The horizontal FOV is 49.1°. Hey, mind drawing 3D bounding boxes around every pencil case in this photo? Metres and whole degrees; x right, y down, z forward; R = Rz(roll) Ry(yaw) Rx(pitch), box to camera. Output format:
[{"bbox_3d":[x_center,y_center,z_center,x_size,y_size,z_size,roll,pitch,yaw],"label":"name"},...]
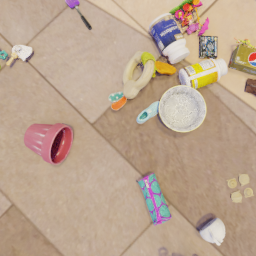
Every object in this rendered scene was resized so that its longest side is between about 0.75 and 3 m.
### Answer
[{"bbox_3d":[0.978,2.654,10.460,0.771,0.837,1.812,-26,70,12],"label":"pencil case"}]

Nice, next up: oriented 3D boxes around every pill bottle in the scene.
[{"bbox_3d":[1.673,-3.540,11.179,1.031,1.031,1.782,-28,85,-3],"label":"pill bottle"},{"bbox_3d":[2.969,-2.144,11.075,1.737,0.949,0.949,-20,85,-2],"label":"pill bottle"}]

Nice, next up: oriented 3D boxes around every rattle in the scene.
[{"bbox_3d":[0.535,-1.684,11.296,1.634,1.793,2.510,29,100,36],"label":"rattle"}]

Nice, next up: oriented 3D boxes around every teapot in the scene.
[{"bbox_3d":[3.198,3.866,10.288,1.028,1.015,0.751,-26,69,-30],"label":"teapot"}]

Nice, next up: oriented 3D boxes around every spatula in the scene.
[{"bbox_3d":[-2.006,-4.815,11.725,0.484,0.176,1.713,-34,88,-9],"label":"spatula"}]

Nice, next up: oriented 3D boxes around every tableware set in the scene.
[{"bbox_3d":[4.420,2.368,11.032,0.920,0.128,1.101,-15,84,-1],"label":"tableware set"}]

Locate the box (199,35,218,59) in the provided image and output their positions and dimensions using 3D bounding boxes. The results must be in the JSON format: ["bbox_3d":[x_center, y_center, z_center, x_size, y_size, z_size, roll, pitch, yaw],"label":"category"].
[{"bbox_3d":[3.313,-3.339,11.562,0.731,0.212,0.920,3,84,0],"label":"box"}]

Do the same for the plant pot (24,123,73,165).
[{"bbox_3d":[-3.069,0.475,10.627,1.378,1.540,1.540,15,84,17],"label":"plant pot"}]

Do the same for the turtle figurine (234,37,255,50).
[{"bbox_3d":[4.653,-3.361,11.234,1.072,0.864,0.345,21,86,2],"label":"turtle figurine"}]

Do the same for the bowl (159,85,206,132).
[{"bbox_3d":[2.057,-0.692,10.976,1.800,0.845,1.800,0,84,-1],"label":"bowl"}]

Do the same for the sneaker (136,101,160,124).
[{"bbox_3d":[0.875,-0.622,11.139,1.243,0.509,0.459,-43,87,-4],"label":"sneaker"}]

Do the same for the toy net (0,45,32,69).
[{"bbox_3d":[-4.936,-2.992,11.462,2.112,0.408,1.108,-18,82,-4],"label":"toy net"}]

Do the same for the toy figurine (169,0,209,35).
[{"bbox_3d":[2.637,-4.426,11.384,1.533,1.151,1.411,-23,94,19],"label":"toy figurine"}]

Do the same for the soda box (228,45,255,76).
[{"bbox_3d":[5.333,-2.531,11.215,2.305,0.738,0.781,18,86,1],"label":"soda box"}]

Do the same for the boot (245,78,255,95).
[{"bbox_3d":[5.262,-1.398,11.339,1.017,0.442,1.222,8,85,13],"label":"boot"}]
